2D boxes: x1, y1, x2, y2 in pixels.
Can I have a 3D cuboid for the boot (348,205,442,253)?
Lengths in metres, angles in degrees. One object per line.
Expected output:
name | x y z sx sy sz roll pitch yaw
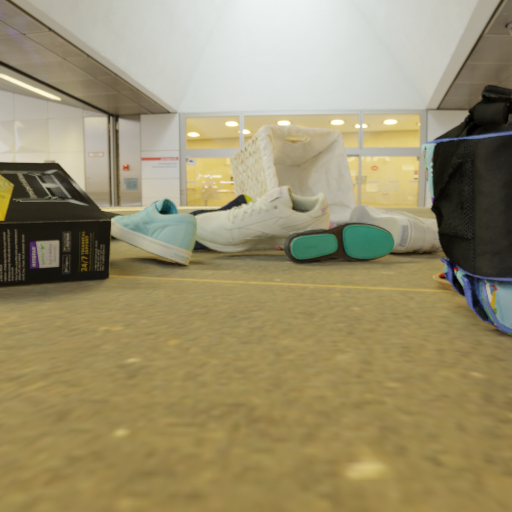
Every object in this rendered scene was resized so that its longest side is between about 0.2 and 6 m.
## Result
boot | 3.089 -0.501 12.344 1.322 1.018 2.767 7 11 -15

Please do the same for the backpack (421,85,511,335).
backpack | 3.299 -0.644 6.068 3.010 2.218 3.297 -4 9 6

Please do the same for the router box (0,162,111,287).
router box | -4.213 -0.638 8.758 2.930 0.973 3.727 -4 22 -29

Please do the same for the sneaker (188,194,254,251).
sneaker | -0.992 -0.617 12.702 2.428 0.898 0.999 -23 -5 -41

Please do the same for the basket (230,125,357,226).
basket | 0.875 -1.741 14.064 2.488 2.511 2.019 -5 -9 -33

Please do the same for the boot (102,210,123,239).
boot | -5.294 -0.958 15.138 3.491 1.352 2.415 18 10 27

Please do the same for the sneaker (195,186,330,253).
sneaker | 0.073 -0.806 11.000 2.822 1.406 1.056 -1 38 -1

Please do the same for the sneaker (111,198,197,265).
sneaker | -1.858 -0.569 10.429 2.538 1.040 0.938 19 -5 45

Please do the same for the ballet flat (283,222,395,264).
ballet flat | 1.482 -0.235 10.363 2.104 0.769 0.769 -4 7 -14

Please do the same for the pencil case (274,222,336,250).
pencil case | 1.136 -0.454 12.627 1.517 0.628 0.656 -3 45 -24

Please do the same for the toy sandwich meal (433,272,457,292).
toy sandwich meal | 3.114 0.175 7.474 1.497 0.513 1.497 0 6 0
